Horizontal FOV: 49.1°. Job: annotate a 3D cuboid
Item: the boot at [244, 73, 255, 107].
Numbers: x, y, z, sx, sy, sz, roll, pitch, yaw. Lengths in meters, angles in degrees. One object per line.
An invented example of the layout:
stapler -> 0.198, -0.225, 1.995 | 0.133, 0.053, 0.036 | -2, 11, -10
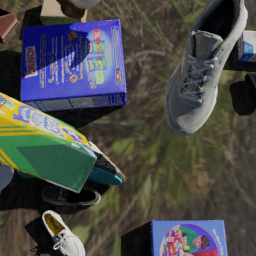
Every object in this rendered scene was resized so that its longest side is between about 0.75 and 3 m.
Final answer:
boot -> 4.100, -1.210, 8.295 | 0.978, 0.441, 1.193 | -10, 72, -8

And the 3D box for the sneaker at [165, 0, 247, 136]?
sneaker -> 1.323, -1.199, 5.220 | 1.086, 1.319, 2.868 | 21, 100, 16

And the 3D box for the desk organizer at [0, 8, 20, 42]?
desk organizer -> -4.895, -3.838, 8.853 | 2.546, 0.980, 0.913 | 27, 74, 9

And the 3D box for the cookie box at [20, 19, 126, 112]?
cookie box -> -1.532, -1.788, 8.126 | 2.804, 1.054, 2.399 | -4, 72, -1

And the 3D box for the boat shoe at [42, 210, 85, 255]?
boat shoe -> -1.613, 2.653, 6.868 | 0.557, 0.642, 1.507 | -35, 75, -11

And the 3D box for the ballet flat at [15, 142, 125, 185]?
ballet flat -> -1.482, 0.816, 7.399 | 2.893, 0.981, 1.089 | 4, 54, 3

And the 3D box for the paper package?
paper package -> -2.027, -3.855, 9.022 | 1.315, 0.680, 1.253 | 2, 72, 2

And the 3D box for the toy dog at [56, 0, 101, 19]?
toy dog -> -0.755, -3.408, 6.096 | 2.572, 1.851, 2.653 | 42, 46, -6

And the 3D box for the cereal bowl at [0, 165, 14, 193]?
cereal bowl -> -3.627, 1.396, 6.848 | 1.657, 1.657, 0.690 | -15, 92, -5

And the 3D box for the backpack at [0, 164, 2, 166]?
backpack -> -4.185, 0.330, 6.844 | 2.494, 1.917, 2.034 | 51, 55, -14

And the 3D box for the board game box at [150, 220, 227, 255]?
board game box -> 1.452, 3.543, 6.598 | 1.755, 0.584, 2.610 | 0, 72, 0

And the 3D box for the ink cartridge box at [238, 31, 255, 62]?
ink cartridge box -> 4.200, -2.502, 8.673 | 1.424, 0.479, 0.828 | 5, 72, 2

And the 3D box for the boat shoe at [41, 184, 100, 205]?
boat shoe -> -1.512, 1.711, 7.273 | 1.562, 0.470, 0.557 | 3, 72, 1

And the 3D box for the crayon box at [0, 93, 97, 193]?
crayon box -> -2.099, -0.020, 4.904 | 2.893, 1.819, 0.746 | 26, 95, -21
